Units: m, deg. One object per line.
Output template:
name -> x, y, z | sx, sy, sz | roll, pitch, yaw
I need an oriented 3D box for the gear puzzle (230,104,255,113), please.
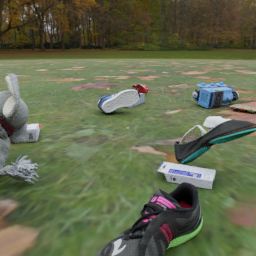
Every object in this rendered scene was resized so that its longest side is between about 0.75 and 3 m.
gear puzzle -> 4.002, -0.580, 9.197 | 1.190, 0.156, 0.616 | 16, 21, 35

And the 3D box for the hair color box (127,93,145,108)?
hair color box -> 0.108, -1.050, 10.351 | 0.594, 0.364, 1.200 | 9, 19, 27

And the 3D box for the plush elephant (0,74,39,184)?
plush elephant -> -2.329, -0.060, 4.534 | 2.072, 1.707, 1.604 | 13, 53, -13

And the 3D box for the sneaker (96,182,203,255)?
sneaker -> 0.237, 0.999, 2.857 | 0.621, 0.677, 1.617 | 12, 20, 36

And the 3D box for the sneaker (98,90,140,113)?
sneaker -> -0.360, -0.942, 9.174 | 1.339, 0.539, 0.980 | -24, 21, -11

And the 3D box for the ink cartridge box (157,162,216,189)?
ink cartridge box -> 0.946, 0.761, 4.569 | 0.888, 0.174, 0.442 | 8, 19, 22

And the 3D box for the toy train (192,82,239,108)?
toy train -> 3.229, -1.187, 10.223 | 1.807, 0.783, 1.033 | -7, 27, -29

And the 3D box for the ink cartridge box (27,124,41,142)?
ink cartridge box -> -2.766, 0.000, 6.835 | 1.175, 0.363, 1.449 | -3, 19, -13

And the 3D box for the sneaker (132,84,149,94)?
sneaker -> 0.733, -1.802, 12.729 | 0.711, 0.482, 1.231 | -9, 20, -24

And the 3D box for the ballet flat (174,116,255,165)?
ballet flat -> 1.332, 0.124, 4.653 | 0.514, 0.517, 1.510 | 4, -29, -47
